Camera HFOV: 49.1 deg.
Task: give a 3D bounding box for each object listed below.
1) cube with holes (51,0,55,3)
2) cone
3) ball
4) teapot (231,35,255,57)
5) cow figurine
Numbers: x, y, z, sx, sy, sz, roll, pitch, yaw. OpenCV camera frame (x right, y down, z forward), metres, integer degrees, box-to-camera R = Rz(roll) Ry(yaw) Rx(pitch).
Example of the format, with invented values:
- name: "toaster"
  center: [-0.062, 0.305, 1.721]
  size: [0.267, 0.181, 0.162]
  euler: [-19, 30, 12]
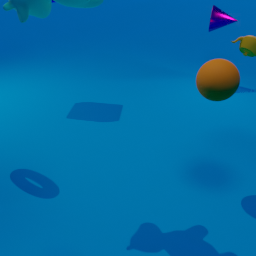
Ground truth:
- name: "cube with holes"
  center: [-2.836, -4.461, 8.251]
  size: [1.218, 1.218, 1.218]
  euler: [0, 10, 14]
- name: "cone"
  center: [3.545, -3.987, 10.316]
  size: [0.955, 0.951, 0.951]
  euler: [11, 30, 15]
- name: "ball"
  center: [1.530, -0.814, 4.786]
  size: [0.718, 0.718, 0.718]
  euler: [0, 29, 0]
- name: "teapot"
  center: [3.658, -2.452, 8.488]
  size: [1.128, 0.552, 0.701]
  euler: [32, 2, -5]
- name: "cow figurine"
  center: [-0.925, -1.879, 3.594]
  size: [1.349, 0.752, 1.371]
  euler: [-16, 8, -24]
